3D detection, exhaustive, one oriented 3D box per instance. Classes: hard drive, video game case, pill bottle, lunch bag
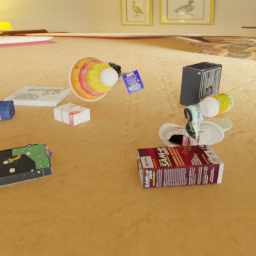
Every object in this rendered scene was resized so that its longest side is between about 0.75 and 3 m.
[{"bbox_3d":[-3.051,1.003,7.724,1.760,0.333,1.230,-12,36,-18],"label":"hard drive"},{"bbox_3d":[-4.417,-1.621,13.943,2.524,0.299,2.297,3,24,6],"label":"video game case"},{"bbox_3d":[3.632,-0.948,11.768,1.500,0.833,0.833,-18,29,-33],"label":"pill bottle"},{"bbox_3d":[-5.108,-0.762,11.551,0.647,0.664,0.977,-2,24,-5],"label":"lunch bag"}]

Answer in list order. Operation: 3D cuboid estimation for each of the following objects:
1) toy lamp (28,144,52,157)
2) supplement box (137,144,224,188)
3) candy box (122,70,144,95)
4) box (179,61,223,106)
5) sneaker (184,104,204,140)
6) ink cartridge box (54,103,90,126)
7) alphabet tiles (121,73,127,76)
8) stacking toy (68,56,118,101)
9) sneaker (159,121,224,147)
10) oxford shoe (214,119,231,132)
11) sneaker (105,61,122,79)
[{"bbox_3d":[-2.750,0.718,8.723,0.956,0.278,0.278,13,27,31],"label":"toy lamp"},{"bbox_3d":[1.350,1.004,7.602,2.088,0.636,1.136,-4,24,-5],"label":"supplement box"},{"bbox_3d":[0.196,-1.725,10.507,0.638,0.755,0.291,-21,11,3],"label":"candy box"},{"bbox_3d":[3.371,-2.042,13.033,1.108,1.797,1.783,22,32,39],"label":"box"},{"bbox_3d":[1.884,-0.163,7.684,0.496,1.149,0.446,-28,42,-16],"label":"sneaker"},{"bbox_3d":[-2.272,-0.564,11.302,1.215,0.503,0.890,17,29,34],"label":"ink cartridge box"},{"bbox_3d":[-0.365,-3.594,18.738,0.803,0.036,0.961,0,24,0],"label":"alphabet tiles"},{"bbox_3d":[-1.107,-2.047,11.276,1.966,1.966,2.691,-13,12,-28],"label":"stacking toy"},{"bbox_3d":[2.033,0.332,9.007,2.084,0.848,0.920,-5,24,11],"label":"sneaker"},{"bbox_3d":[2.897,0.039,10.067,1.611,0.606,0.465,-11,-16,-5],"label":"oxford shoe"},{"bbox_3d":[-1.034,-3.218,16.547,1.129,0.977,2.579,13,39,6],"label":"sneaker"}]
